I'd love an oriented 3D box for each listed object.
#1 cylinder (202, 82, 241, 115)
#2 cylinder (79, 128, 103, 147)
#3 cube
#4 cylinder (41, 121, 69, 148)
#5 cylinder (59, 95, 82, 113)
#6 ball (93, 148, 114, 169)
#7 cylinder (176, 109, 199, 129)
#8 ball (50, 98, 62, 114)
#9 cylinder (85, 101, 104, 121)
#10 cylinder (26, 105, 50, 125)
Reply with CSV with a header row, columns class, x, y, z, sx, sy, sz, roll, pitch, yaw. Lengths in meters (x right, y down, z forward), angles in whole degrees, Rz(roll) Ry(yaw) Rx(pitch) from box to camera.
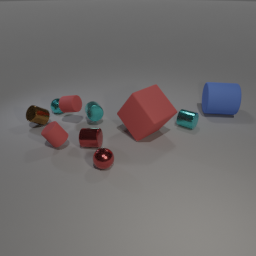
class,x,y,z,sx,sy,sz,roll,pitch,yaw
cylinder,4.164,-1.327,12.600,1.400,1.400,1.400,3,28,3
cylinder,-1.349,0.350,10.239,0.700,0.700,0.700,0,28,12
cube,0.714,-0.586,10.738,1.400,1.400,1.400,-26,75,-40
cylinder,-2.643,0.229,10.142,0.700,0.700,0.700,-28,31,18
cylinder,-2.386,-0.999,11.640,0.700,0.700,0.700,-1,25,27
ball,-0.797,0.991,9.118,0.700,0.700,0.700,0,28,0
cylinder,2.480,-0.373,11.651,0.700,0.700,0.700,19,33,31
ball,-3.205,-1.012,12.864,0.700,0.700,0.700,0,28,0
cylinder,-1.444,-0.718,11.892,0.700,0.700,0.700,-8,22,-14
cylinder,-3.756,-0.531,11.666,0.700,0.700,0.700,24,2,37
